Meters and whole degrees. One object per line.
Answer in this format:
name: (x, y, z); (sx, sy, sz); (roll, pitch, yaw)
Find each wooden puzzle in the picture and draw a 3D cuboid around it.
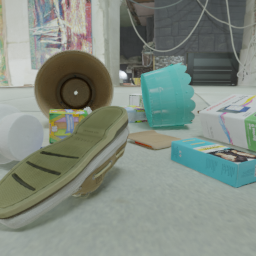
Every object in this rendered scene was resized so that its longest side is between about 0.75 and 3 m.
wooden puzzle: (0.787, 0.365, 8.325); (1.195, 0.241, 1.292); (-8, 18, -36)

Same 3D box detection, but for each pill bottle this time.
pill bottle: (-3.284, 0.101, 6.580); (2.503, 1.405, 1.405); (6, 13, 27)

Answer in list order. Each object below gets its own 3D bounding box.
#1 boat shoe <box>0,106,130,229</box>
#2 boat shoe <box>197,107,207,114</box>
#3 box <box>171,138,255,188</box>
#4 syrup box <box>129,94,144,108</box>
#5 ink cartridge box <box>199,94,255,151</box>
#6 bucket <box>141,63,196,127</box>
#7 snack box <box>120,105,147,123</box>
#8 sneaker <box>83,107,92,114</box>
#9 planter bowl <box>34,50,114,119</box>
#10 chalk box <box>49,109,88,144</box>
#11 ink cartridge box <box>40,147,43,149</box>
boat shoe: (-0.851, 0.682, 4.668); (1.068, 0.978, 2.858); (14, 38, 35)
boat shoe: (3.959, -0.879, 14.242); (1.012, 0.342, 0.364); (-4, 12, -18)
box: (1.824, 0.666, 6.041); (0.800, 0.478, 1.945); (-6, 13, -29)
syrup box: (1.098, -1.638, 16.942); (1.990, 0.783, 0.810); (6, 13, 28)
ink cartridge box: (3.537, -0.237, 8.295); (1.666, 1.003, 2.293); (-25, 19, -22)
bucket: (1.450, -1.175, 10.742); (1.582, 2.432, 2.432); (-10, 12, -3)
snack box: (-0.230, -0.604, 12.200); (1.762, 0.596, 1.486); (-6, 13, -20)
sneaker: (-1.409, -0.254, 10.144); (0.605, 0.771, 1.552); (-36, 0, -3)
planter bowl: (-2.113, -1.475, 11.229); (2.908, 2.908, 1.957); (-2, 4, -9)
chalk box: (-1.646, -0.067, 8.554); (1.473, 0.912, 0.916); (-1, 11, -15)
ink cartridge box: (-1.215, 0.597, 6.707); (1.606, 0.355, 0.755); (-6, 12, -28)
